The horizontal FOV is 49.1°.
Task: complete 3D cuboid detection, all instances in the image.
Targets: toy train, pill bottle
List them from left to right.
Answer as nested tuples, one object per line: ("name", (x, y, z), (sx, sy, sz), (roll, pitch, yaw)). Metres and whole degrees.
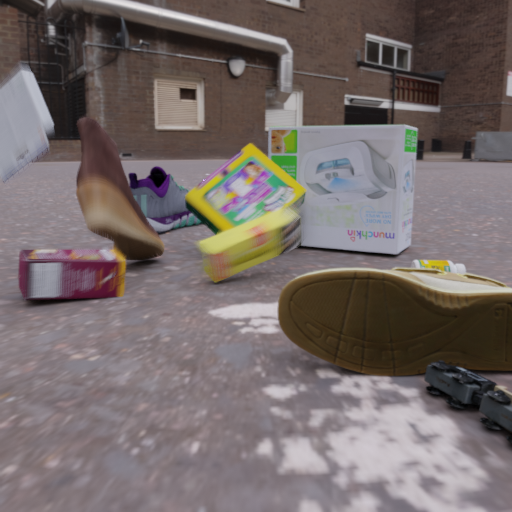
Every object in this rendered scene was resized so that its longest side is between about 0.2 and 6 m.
("pill bottle", (2.656, 0.267, 8.193), (0.718, 0.405, 0.405), (1, 12, 2))
("toy train", (1.978, 1.213, 4.104), (0.436, 0.325, 1.903), (8, 7, -24))

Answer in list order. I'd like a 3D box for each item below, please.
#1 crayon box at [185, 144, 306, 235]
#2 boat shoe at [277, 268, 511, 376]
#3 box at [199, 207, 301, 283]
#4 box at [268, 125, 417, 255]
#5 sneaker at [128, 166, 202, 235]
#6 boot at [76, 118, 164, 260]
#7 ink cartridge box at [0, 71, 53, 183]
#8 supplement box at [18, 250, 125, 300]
("crayon box", (-0.186, -1.036, 10.256), (1.464, 0.495, 1.697), (43, 69, 14))
("boat shoe", (1.549, 0.613, 5.529), (2.719, 1.006, 0.903), (7, 6, -1))
("box", (-0.061, -0.186, 8.525), (1.565, 0.589, 0.392), (-22, 41, -22))
("box", (1.656, -1.340, 10.974), (2.661, 2.348, 1.286), (7, 11, 26))
("sneaker", (-1.972, -1.468, 13.654), (1.255, 1.476, 3.372), (4, 13, 19))
("boot", (-2.197, -1.021, 9.256), (0.810, 1.863, 2.240), (-14, -20, 11))
("ink cartridge box", (-3.628, -1.937, 8.532), (1.253, 1.255, 0.255), (-25, -7, 30))
("supplement box", (-2.534, 0.242, 7.698), (1.299, 0.556, 0.717), (0, 11, -28))
